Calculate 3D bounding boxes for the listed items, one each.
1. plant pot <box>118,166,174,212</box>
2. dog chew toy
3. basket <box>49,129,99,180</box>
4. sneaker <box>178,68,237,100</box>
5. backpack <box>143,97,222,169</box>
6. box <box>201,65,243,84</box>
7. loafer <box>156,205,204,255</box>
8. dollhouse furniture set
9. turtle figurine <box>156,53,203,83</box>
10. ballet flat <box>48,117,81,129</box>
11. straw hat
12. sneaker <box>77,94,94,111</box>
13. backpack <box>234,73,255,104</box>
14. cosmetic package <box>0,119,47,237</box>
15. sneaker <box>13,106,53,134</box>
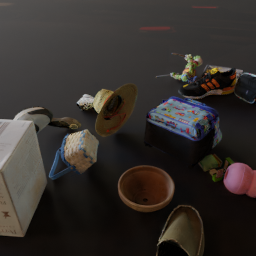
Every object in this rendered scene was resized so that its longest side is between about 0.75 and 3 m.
[{"bbox_3d":[0.525,1.913,8.220,1.614,0.745,1.614,-1,35,0],"label":"plant pot"},{"bbox_3d":[3.750,1.664,8.491,1.536,0.957,0.957,18,39,11],"label":"dog chew toy"},{"bbox_3d":[-1.842,0.920,9.376,1.664,1.157,1.467,-22,35,18],"label":"basket"},{"bbox_3d":[3.868,-2.281,13.602,2.979,1.340,1.042,-8,36,-12],"label":"sneaker"},{"bbox_3d":[2.204,-0.132,10.213,2.442,1.799,2.675,27,42,35],"label":"backpack"},{"bbox_3d":[5.055,-2.782,15.058,1.957,0.473,1.550,15,38,19],"label":"box"},{"bbox_3d":[1.238,2.892,6.597,1.097,1.016,2.916,11,37,15],"label":"loafer"},{"bbox_3d":[2.913,1.154,9.432,0.747,0.572,1.141,-12,37,-17],"label":"dollhouse furniture set"},{"bbox_3d":[2.971,-3.341,14.961,2.145,1.543,2.079,23,36,23],"label":"turtle figurine"},{"bbox_3d":[-2.791,-0.187,11.275,1.810,0.610,0.419,11,47,5],"label":"ballet flat"},{"bbox_3d":[-0.747,-0.872,10.550,1.026,2.424,2.424,38,48,23],"label":"straw hat"},{"bbox_3d":[-1.627,-0.981,12.567,1.597,0.603,0.919,14,46,31],"label":"sneaker"},{"bbox_3d":[5.787,-1.866,13.109,1.100,1.297,1.461,4,24,-35],"label":"backpack"},{"bbox_3d":[-3.643,1.292,7.587,2.065,2.468,2.053,2,35,3],"label":"cosmetic package"},{"bbox_3d":[-3.667,0.328,9.395,2.802,1.036,1.111,-35,56,-1],"label":"sneaker"}]
